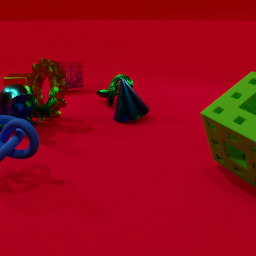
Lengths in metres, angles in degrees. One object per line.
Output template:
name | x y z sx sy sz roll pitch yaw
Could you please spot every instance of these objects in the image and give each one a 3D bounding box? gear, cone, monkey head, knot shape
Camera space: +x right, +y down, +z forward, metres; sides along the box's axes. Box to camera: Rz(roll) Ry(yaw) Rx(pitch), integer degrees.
gear | -2.255 -1.027 7.671 1.665 1.665 0.308 21 14 40
cone | -0.042 -0.932 8.065 1.133 1.137 1.133 -13 23 6
monkey head | -3.037 -0.507 7.207 1.435 1.202 1.995 -17 18 -30
knot shape | -2.257 0.301 5.160 1.158 0.535 1.083 24 74 27
knot shape | -0.390 -1.309 9.367 1.225 0.605 1.309 -39 21 -10

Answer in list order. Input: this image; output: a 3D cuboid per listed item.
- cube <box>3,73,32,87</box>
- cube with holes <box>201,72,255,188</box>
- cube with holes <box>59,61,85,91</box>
cube | -3.878 -1.488 10.073 0.828 0.828 0.828 -1 22 -2
cube with holes | 2.364 0.073 4.970 1.331 1.331 1.331 -37 40 -12
cube with holes | -2.374 -2.032 10.886 1.030 1.030 1.030 -12 18 -29
